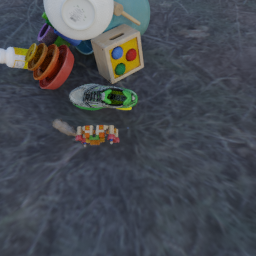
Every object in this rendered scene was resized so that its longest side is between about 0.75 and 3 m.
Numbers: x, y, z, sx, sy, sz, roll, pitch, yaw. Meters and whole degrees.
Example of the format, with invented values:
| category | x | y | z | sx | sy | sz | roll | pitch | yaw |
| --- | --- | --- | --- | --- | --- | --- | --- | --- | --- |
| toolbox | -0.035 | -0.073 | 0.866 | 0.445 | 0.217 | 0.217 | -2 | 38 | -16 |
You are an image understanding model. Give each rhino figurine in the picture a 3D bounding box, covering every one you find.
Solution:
| category | x | y | z | sx | sy | sz | roll | pitch | yaw |
| --- | --- | --- | --- | --- | --- | --- | --- | --- | --- |
| rhino figurine | -1.425 | 0.043 | 6.746 | 0.909 | 0.397 | 0.272 | 30 | 91 | -10 |

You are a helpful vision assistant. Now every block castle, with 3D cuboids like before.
| category | x | y | z | sx | sy | sz | roll | pitch | yaw |
| --- | --- | --- | --- | --- | --- | --- | --- | --- | --- |
| block castle | -0.692 | 0.207 | 6.424 | 0.917 | 0.613 | 0.430 | -2 | 79 | 9 |

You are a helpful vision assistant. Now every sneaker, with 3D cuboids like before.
| category | x | y | z | sx | sy | sz | roll | pitch | yaw |
| --- | --- | --- | --- | --- | --- | --- | --- | --- | --- |
| sneaker | -0.665 | -0.825 | 7.042 | 1.795 | 0.764 | 0.700 | 1 | 88 | 13 |

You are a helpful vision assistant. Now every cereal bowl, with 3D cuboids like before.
| category | x | y | z | sx | sy | sz | roll | pitch | yaw |
| --- | --- | --- | --- | --- | --- | --- | --- | --- | --- |
| cereal bowl | -1.194 | -2.952 | 6.889 | 1.755 | 1.755 | 0.731 | -6 | 43 | -5 |

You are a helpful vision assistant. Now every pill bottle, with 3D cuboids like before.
| category | x | y | z | sx | sy | sz | roll | pitch | yaw |
| --- | --- | --- | --- | --- | --- | --- | --- | --- | --- |
| pill bottle | -3.252 | -2.090 | 8.373 | 1.126 | 0.587 | 0.587 | -1 | 41 | -37 |

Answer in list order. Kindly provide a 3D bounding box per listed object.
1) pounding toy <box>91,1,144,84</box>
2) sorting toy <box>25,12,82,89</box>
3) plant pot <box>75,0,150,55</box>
| category | x | y | z | sx | sy | sz | roll | pitch | yaw |
| --- | --- | --- | --- | --- | --- | --- | --- | --- | --- |
| pounding toy | -0.100 | -2.531 | 8.005 | 1.697 | 1.932 | 0.884 | -31 | 49 | -18 |
| sorting toy | -2.285 | -2.494 | 8.139 | 1.742 | 1.190 | 2.898 | -38 | 43 | 27 |
| plant pot | -0.576 | -3.751 | 9.217 | 2.201 | 2.342 | 2.342 | -19 | 48 | -34 |
